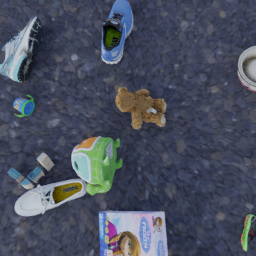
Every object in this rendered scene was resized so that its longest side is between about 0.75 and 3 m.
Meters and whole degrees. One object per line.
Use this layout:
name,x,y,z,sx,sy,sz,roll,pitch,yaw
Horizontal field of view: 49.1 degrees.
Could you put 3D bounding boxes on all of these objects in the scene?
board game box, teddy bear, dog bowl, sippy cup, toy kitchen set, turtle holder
board game box,0.099,3.958,8.631,0.552,2.678,2.684,7,73,-40
teddy bear,0.505,-0.741,10.393,2.222,0.742,1.611,-4,85,-28
dog bowl,5.204,-2.252,10.984,1.894,0.698,1.894,-3,70,7
sippy cup,-4.061,-0.867,10.839,0.600,0.643,0.819,22,39,16
toy kitchen set,-3.577,1.393,10.150,1.032,0.759,1.288,29,64,25
turtle holder,-1.009,1.169,9.200,1.386,1.952,1.483,5,52,16

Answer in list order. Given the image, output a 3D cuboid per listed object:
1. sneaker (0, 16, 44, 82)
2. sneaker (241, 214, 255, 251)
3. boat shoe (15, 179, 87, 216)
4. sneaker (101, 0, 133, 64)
sneaker,-4.335,-3.284,11.168,1.218,1.095,2.822,15,77,7
sneaker,4.298,3.678,9.767,0.524,0.480,1.250,18,78,8
boat shoe,-2.697,2.388,9.682,2.606,1.111,0.963,-14,77,-7
sneaker,-0.416,-4.057,11.255,1.104,1.253,2.811,10,76,2
